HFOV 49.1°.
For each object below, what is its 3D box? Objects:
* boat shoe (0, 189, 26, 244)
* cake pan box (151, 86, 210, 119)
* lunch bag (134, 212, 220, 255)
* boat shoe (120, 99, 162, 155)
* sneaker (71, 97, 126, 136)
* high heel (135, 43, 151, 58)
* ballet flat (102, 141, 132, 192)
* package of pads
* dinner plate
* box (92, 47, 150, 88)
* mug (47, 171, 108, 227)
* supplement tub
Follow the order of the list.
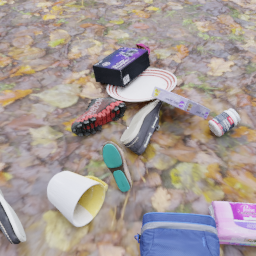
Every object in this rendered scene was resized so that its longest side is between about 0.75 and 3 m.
[{"bbox_3d":[-3.560,2.127,7.350,0.822,1.007,2.726,-31,50,-27],"label":"boat shoe"},{"bbox_3d":[1.866,-0.880,9.782,1.655,0.433,1.524,13,15,-48],"label":"cake pan box"},{"bbox_3d":[1.101,2.697,6.556,1.937,1.316,1.282,3,45,5],"label":"lunch bag"},{"bbox_3d":[0.643,-0.097,9.905,0.839,0.972,2.675,49,44,-13],"label":"boat shoe"},{"bbox_3d":[-1.192,-0.486,10.078,2.248,0.795,1.098,-31,53,-30],"label":"sneaker"},{"bbox_3d":[0.704,-3.669,13.437,0.701,0.492,1.459,8,30,-6],"label":"high heel"},{"bbox_3d":[-0.306,1.023,8.029,0.591,1.736,0.584,-9,27,14],"label":"ballet flat"},{"bbox_3d":[3.006,2.471,7.249,1.701,0.643,1.025,3,46,3],"label":"package of pads"},{"bbox_3d":[0.551,-1.693,11.323,2.823,0.342,2.823,-6,36,4],"label":"dinner plate"},{"bbox_3d":[-0.247,-2.651,11.948,1.495,0.835,2.119,14,42,33],"label":"box"},{"bbox_3d":[-1.433,1.842,7.707,1.281,1.560,1.250,22,80,30],"label":"mug"},{"bbox_3d":[3.330,-0.195,9.702,0.917,0.644,0.644,-34,51,-2],"label":"supplement tub"}]
